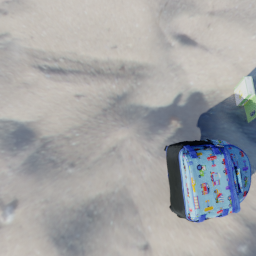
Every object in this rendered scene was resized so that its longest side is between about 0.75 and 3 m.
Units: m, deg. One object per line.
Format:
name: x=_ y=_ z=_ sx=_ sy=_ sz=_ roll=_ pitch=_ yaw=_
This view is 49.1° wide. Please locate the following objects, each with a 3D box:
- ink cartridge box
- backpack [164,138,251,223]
ink cartridge box: x=2.998 y=-0.706 z=7.113 sx=0.241 sy=0.732 sz=1.006 roll=-2 pitch=73 yaw=0
backpack: x=1.878 y=1.068 z=6.076 sx=1.874 sy=1.261 sz=1.711 roll=-4 pitch=88 yaw=-16
